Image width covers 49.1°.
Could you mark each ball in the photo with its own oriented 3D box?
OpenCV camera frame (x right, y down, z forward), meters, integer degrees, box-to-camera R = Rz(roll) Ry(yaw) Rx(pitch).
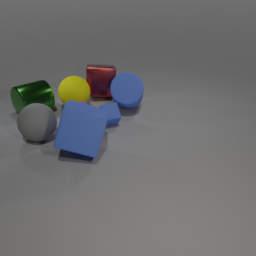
[{"bbox_3d":[-2.382,-1.602,12.459,1.400,1.400,1.400,0,29,0],"label":"ball"},{"bbox_3d":[-3.332,-0.208,10.299,1.400,1.400,1.400,0,29,0],"label":"ball"}]

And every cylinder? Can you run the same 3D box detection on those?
[{"bbox_3d":[-4.166,-1.276,12.260,1.400,1.400,1.400,-25,37,-37],"label":"cylinder"},{"bbox_3d":[-0.024,-1.616,12.368,1.400,1.400,1.400,1,-4,2],"label":"cylinder"}]

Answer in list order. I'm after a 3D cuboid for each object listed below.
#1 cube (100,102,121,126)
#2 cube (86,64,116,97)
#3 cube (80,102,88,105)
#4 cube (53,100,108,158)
[{"bbox_3d":[-0.750,-0.534,11.321,0.700,0.700,0.700,-11,71,-17],"label":"cube"},{"bbox_3d":[-1.360,-2.381,13.955,1.400,1.400,1.400,0,18,-8],"label":"cube"},{"bbox_3d":[-1.932,-0.582,11.281,0.700,0.700,0.700,-6,46,-43],"label":"cube"},{"bbox_3d":[-1.514,-0.013,9.289,1.400,1.400,1.400,15,11,-8],"label":"cube"}]
